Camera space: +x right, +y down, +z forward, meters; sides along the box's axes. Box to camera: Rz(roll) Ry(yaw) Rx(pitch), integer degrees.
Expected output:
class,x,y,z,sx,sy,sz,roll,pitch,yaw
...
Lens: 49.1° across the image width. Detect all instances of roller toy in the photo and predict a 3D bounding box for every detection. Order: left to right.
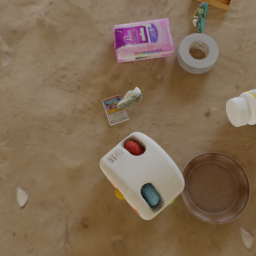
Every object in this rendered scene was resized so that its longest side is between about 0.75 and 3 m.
class,x,y,z,sx,sy,sz,roll,pitch,yaw
roller toy,0.294,1.346,7.851,1.648,2.152,2.359,-39,76,-12

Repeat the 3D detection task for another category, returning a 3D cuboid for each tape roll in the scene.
class,x,y,z,sx,sy,sz,roll,pitch,yaw
tape roll,2.446,-2.615,9.858,1.375,0.454,1.375,0,74,1

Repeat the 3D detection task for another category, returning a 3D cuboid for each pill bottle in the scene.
class,x,y,z,sx,sy,sz,roll,pitch,yaw
pill bottle,4.254,-0.738,9.013,1.912,1.093,1.093,-17,75,-4

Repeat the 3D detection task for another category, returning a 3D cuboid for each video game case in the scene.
class,x,y,z,sx,sy,sz,roll,pitch,yaw
video game case,-0.425,-0.620,9.500,0.674,0.082,0.942,-18,76,-5

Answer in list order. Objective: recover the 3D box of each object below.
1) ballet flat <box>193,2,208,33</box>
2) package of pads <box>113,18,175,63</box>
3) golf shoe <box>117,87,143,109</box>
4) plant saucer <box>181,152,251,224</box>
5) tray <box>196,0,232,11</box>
class,x,y,z,sx,sy,sz,roll,pitch,yaw
ballet flat,2.619,-4.020,10.316,0.477,0.477,1.285,15,73,4
package of pads,0.527,-3.073,9.822,2.035,0.770,1.226,-8,72,-2
golf shoe,0.027,-0.981,9.272,0.975,0.382,0.474,-27,60,22
plant saucer,2.646,1.827,8.669,2.146,0.393,2.146,0,74,0
tray,3.251,-5.008,10.626,1.418,0.263,0.700,21,75,5
